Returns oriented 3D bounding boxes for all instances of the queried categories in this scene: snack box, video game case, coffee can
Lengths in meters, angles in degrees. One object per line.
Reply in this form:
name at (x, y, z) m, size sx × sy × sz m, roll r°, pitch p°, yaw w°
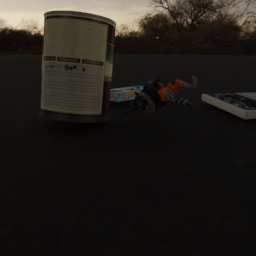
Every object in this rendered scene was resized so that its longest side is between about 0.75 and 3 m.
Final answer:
snack box at (0.014, -1.391, 11.177) m, size 2.019 × 0.374 × 1.173 m, roll -14°, pitch 18°, yaw -37°
video game case at (4.317, -0.834, 9.836) m, size 2.425 × 0.311 × 2.667 m, roll -3°, pitch 19°, yaw -14°
coffee can at (-1.441, -1.670, 8.035) m, size 2.028 × 2.771 × 2.028 m, roll 5°, pitch 9°, yaw -1°

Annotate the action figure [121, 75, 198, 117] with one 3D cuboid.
action figure at (0.834, -0.754, 8.187) m, size 2.044 × 1.069 × 1.977 m, roll -45°, pitch 17°, yaw -29°
